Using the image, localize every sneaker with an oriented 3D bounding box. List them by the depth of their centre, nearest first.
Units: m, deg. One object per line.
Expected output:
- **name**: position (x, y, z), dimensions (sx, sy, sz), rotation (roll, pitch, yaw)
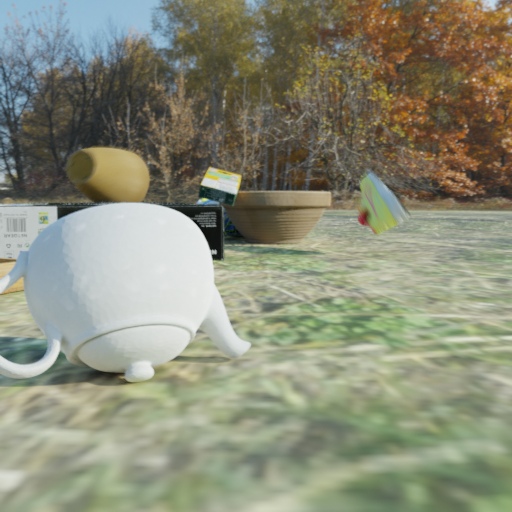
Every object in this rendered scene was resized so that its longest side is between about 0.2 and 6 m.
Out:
- **sneaker**: position (2.381, -1.050, 11.442), dimensions (0.887, 0.767, 1.964), rotation (-41, 20, 13)
- **sneaker**: position (-0.477, -1.037, 15.271), dimensions (1.606, 1.158, 3.057), rotation (3, 6, 21)

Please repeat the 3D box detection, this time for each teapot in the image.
- **teapot**: position (-0.843, 0.331, 3.536), dimensions (1.292, 0.944, 1.275), rotation (-17, -25, 7)

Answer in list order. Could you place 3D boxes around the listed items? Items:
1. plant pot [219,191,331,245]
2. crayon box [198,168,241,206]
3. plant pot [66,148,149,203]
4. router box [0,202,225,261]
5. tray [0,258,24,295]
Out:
- **plant pot**: position (0.449, -0.972, 14.003), dimensions (2.787, 1.286, 2.787), rotation (1, 6, 0)
- **crayon box**: position (-0.793, -1.549, 12.462), dimensions (0.787, 0.323, 1.251), rotation (14, 27, -2)
- **plant pot**: position (-3.216, -1.678, 11.673), dimensions (1.393, 1.393, 1.494), rotation (2, -3, 18)
- **router box**: position (-2.773, -0.467, 10.271), dimensions (4.039, 1.031, 3.013), rotation (-1, 6, -12)
- **tray**: position (-3.863, 0.231, 6.856), dimensions (2.141, 0.396, 1.056), rotation (4, 7, 25)
